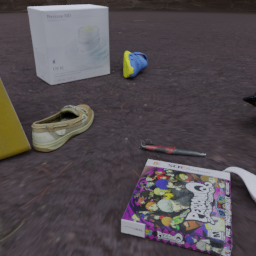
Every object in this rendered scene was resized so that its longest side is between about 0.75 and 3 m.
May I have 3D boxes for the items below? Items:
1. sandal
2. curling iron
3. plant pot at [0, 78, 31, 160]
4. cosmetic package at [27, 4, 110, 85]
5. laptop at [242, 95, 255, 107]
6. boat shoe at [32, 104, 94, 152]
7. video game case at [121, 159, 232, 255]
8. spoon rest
[{"bbox_3d":[0.317,-2.692,11.603,1.044,0.953,2.398,5,28,0],"label":"sandal"},{"bbox_3d":[0.958,0.448,6.100,1.441,0.184,0.357,7,27,14],"label":"curling iron"},{"bbox_3d":[-4.110,-0.632,5.669,2.557,2.900,2.899,-30,38,-25],"label":"plant pot"},{"bbox_3d":[-2.194,-3.311,10.864,2.612,2.621,1.611,-19,32,-31],"label":"cosmetic package"},{"bbox_3d":[3.961,-0.315,6.623,1.845,0.953,1.635,-11,-14,41],"label":"laptop"},{"bbox_3d":[-1.520,-0.200,6.833,0.787,0.679,2.158,13,29,24],"label":"boat shoe"},{"bbox_3d":[0.861,1.165,4.541,1.532,0.303,1.690,8,28,16],"label":"video game case"},{"bbox_3d":[2.126,0.999,4.809,0.600,0.366,1.207,-22,33,-37],"label":"spoon rest"}]
